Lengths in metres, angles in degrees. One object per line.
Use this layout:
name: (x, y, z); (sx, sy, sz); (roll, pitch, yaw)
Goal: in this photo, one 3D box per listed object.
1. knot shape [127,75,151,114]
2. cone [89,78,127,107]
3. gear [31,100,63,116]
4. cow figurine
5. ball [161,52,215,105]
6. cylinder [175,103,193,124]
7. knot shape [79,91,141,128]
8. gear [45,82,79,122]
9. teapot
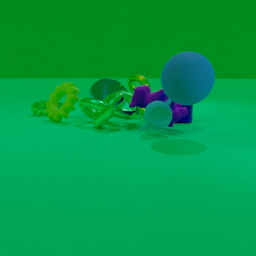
knot shape: (0.564, -1.376, 11.447); (0.849, 1.720, 1.838); (-22, 23, 5)
cone: (-0.871, -0.862, 11.136); (1.631, 1.631, 1.637); (1, 38, 5)
gear: (-3.320, -0.842, 11.625); (1.316, 0.243, 1.316); (4, 24, -2)
cow figurine: (0.852, -0.674, 8.634); (0.897, 1.634, 1.608); (-23, -7, -44)
ball: (1.480, -1.226, 6.992); (1.312, 1.312, 1.312); (0, 11, 0)
cylinder: (1.839, -0.654, 9.832); (0.868, 0.868, 0.868); (0, 11, 0)
knot shape: (-0.739, -0.645, 9.309); (1.921, 0.949, 2.053); (-3, 12, 31)
gear: (-2.341, -0.930, 9.893); (1.457, 1.457, 0.270); (10, -16, 42)
teapot: (0.765, -0.328, 7.704); (0.782, 1.258, 0.616); (43, 0, -12)
